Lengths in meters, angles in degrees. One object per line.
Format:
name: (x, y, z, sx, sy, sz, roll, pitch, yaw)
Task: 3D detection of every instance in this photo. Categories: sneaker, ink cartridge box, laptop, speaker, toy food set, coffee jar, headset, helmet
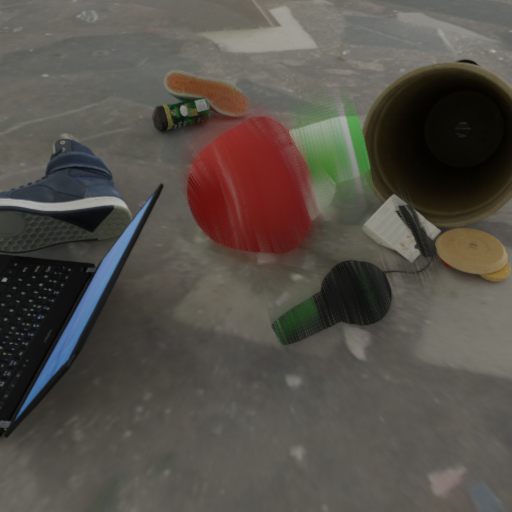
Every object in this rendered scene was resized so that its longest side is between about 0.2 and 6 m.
sneaker: (-1.177, -3.994, 13.918, 2.201, 0.785, 0.879, 20, 4, -3)
ink cartridge box: (2.610, -0.467, 10.106, 1.088, 0.272, 0.875, 42, 75, 14)
laptop: (-3.457, 0.534, 7.777, 3.786, 1.955, 3.355, 6, 40, 7)
speaker: (0.518, -1.349, 8.117, 2.104, 0.931, 0.931, -14, 39, 11)
sneaker: (-3.948, -1.160, 10.122, 2.911, 1.107, 2.104, -5, 49, -29)
toy food set: (3.742, -0.065, 9.732, 1.243, 0.302, 1.230, 6, 41, 8)
coffee jar: (-1.794, -3.340, 13.259, 1.302, 0.556, 0.679, -16, 5, -18)
headset: (1.263, 0.330, 7.621, 2.463, 1.157, 1.521, -28, -1, 3)
helmet: (4.591, -3.242, 12.331, 1.795, 1.795, 1.712, -20, 77, -22)

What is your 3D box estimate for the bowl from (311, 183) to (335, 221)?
bowl: (0.634, -1.000, 10.471, 1.425, 0.532, 1.423, 19, 44, 33)

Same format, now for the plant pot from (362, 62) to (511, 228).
plant pot: (3.743, -2.235, 10.713, 2.896, 2.896, 2.512, 19, 27, 21)

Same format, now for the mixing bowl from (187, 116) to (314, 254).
mixing bowl: (-0.268, -0.879, 7.924, 1.093, 2.017, 2.017, -18, 43, -34)
